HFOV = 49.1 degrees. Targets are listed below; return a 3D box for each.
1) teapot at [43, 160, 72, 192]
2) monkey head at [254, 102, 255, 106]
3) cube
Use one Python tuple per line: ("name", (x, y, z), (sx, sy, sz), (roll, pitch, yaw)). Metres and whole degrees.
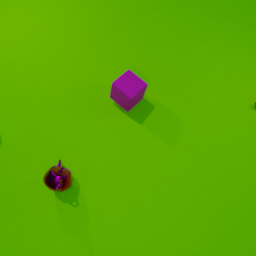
("teapot", (-1.932, 1.342, 7.833), (0.803, 1.292, 0.633), (15, 107, -21))
("monkey head", (4.516, -0.976, 8.832), (0.905, 1.258, 0.758), (8, 94, 27))
("cube", (0.007, -1.155, 8.724), (0.796, 0.796, 0.796), (41, 64, 12))
